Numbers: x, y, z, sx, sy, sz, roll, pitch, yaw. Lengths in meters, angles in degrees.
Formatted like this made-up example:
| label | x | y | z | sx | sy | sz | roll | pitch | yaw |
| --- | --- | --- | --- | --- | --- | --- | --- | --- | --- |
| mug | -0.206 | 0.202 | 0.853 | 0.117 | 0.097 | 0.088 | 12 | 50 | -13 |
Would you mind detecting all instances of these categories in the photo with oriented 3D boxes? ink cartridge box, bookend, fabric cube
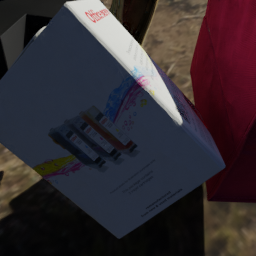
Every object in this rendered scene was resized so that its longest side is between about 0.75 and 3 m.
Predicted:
| label | x | y | z | sx | sy | sz | roll | pitch | yaw |
| --- | --- | --- | --- | --- | --- | --- | --- | --- | --- |
| ink cartridge box | -0.249 | -0.175 | 3.277 | 2.084 | 1.507 | 1.514 | 45 | 21 | -15 |
| bookend | -2.030 | -1.822 | 5.863 | 2.571 | 1.184 | 2.555 | 9 | 43 | 2 |
| fabric cube | 2.648 | -0.768 | 4.012 | 2.853 | 2.908 | 2.899 | 2 | 54 | 1 |

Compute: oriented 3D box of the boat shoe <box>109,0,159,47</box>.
| label | x | y | z | sx | sy | sz | roll | pitch | yaw |
| --- | --- | --- | --- | --- | --- | --- | --- | --- | --- |
| boat shoe | 0.192 | -2.220 | 4.868 | 0.943 | 2.572 | 0.806 | -10 | 48 | -29 |
